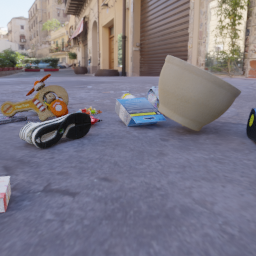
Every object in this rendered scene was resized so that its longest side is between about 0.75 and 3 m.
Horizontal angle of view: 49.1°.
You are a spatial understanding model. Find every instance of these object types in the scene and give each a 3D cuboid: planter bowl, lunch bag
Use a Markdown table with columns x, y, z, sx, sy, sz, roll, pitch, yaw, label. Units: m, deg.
| x | y | z | sx | sy | sz | roll | pitch | yaw | label |
| --- | --- | --- | --- | --- | --- | --- | --- | --- | --- |
| 2.328 | -1.136 | 10.444 | 2.973 | 2.001 | 2.973 | 26 | 11 | -6 | planter bowl |
| 1.575 | -1.341 | 13.823 | 1.216 | 1.434 | 0.912 | -11 | 17 | -42 | lunch bag |

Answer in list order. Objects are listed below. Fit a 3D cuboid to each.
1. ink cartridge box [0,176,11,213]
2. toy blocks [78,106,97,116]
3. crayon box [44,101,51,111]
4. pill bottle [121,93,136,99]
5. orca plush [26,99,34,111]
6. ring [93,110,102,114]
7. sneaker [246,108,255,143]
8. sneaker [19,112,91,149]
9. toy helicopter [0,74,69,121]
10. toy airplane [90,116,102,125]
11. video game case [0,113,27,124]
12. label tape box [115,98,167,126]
| x | y | z | sx | sy | sz | roll | pitch | yaw | label |
| --- | --- | --- | --- | --- | --- | --- | --- | --- | --- |
| -2.553 | 1.255 | 5.306 | 0.557 | 0.323 | 0.956 | -4 | 15 | -14 | ink cartridge box |
| -2.100 | -0.775 | 13.863 | 0.877 | 0.318 | 0.731 | -18 | 27 | -28 | toy blocks |
| -4.270 | -1.167 | 14.477 | 1.205 | 0.482 | 1.898 | 17 | 12 | -7 | crayon box |
| 0.089 | -1.547 | 16.174 | 0.759 | 0.759 | 1.349 | -3 | 16 | -14 | pill bottle |
| -5.458 | -1.211 | 15.029 | 1.753 | 0.623 | 0.922 | 8 | 16 | 31 | orca plush |
| -1.876 | -0.857 | 14.695 | 1.036 | 0.099 | 1.036 | 0 | 14 | 0 | ring |
| 4.720 | 0.047 | 9.211 | 1.164 | 0.978 | 2.968 | 9 | 16 | 7 | sneaker |
| -2.523 | -0.090 | 9.570 | 1.465 | 0.961 | 2.546 | 12 | 20 | 34 | sneaker |
| -4.151 | -1.217 | 12.444 | 2.972 | 1.966 | 1.172 | -13 | -3 | -9 | toy helicopter |
| -1.840 | -0.267 | 11.795 | 1.533 | 0.282 | 1.533 | -1 | 11 | 0 | toy airplane |
| -5.977 | -0.379 | 12.440 | 1.670 | 0.222 | 2.338 | 12 | 17 | 41 | video game case |
| 0.498 | -0.552 | 11.897 | 1.459 | 0.673 | 2.037 | -6 | 36 | -25 | label tape box |
